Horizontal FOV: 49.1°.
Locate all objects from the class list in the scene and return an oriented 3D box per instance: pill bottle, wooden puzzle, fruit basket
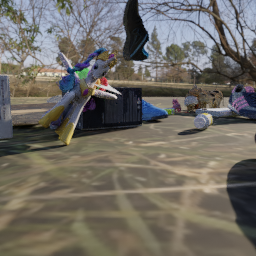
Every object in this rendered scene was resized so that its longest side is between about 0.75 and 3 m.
[{"bbox_3d":[2.184,-0.192,8.178,0.444,0.444,0.793,4,8,28],"label":"pill bottle"},{"bbox_3d":[-3.583,-0.416,9.573,2.624,0.528,2.837,-3,13,6],"label":"wooden puzzle"},{"bbox_3d":[-0.909,-1.183,7.478,1.238,0.580,1.147,22,12,-30],"label":"fruit basket"}]

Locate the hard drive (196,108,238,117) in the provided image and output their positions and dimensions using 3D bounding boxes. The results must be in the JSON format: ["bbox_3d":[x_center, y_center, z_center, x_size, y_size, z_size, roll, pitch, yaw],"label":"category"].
[{"bbox_3d":[4.302,-0.722,12.765,2.034,0.271,1.341,-4,9,-34],"label":"hard drive"}]

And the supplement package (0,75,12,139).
[{"bbox_3d":[-4.072,-0.407,5.895,1.522,1.466,2.676,7,11,43],"label":"supplement package"}]

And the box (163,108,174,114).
[{"bbox_3d":[1.962,-0.822,13.657,0.589,0.230,0.966,1,8,10],"label":"box"}]

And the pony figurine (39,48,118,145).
[{"bbox_3d":[-1.118,-0.824,6.557,1.847,2.218,2.141,36,-5,-19],"label":"pony figurine"}]

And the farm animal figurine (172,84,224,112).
[{"bbox_3d":[3.798,-1.643,15.155,2.326,1.449,2.881,5,9,32],"label":"farm animal figurine"}]

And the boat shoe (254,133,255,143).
[{"bbox_3d":[2.457,0.207,3.827,0.724,0.874,2.434,-4,3,8],"label":"boat shoe"}]

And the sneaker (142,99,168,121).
[{"bbox_3d":[0.410,-0.809,10.866,2.525,0.990,0.832,8,9,39],"label":"sneaker"}]

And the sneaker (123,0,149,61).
[{"bbox_3d":[0.359,-3.707,10.558,1.005,2.455,0.899,8,40,11],"label":"sneaker"}]

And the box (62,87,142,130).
[{"bbox_3d":[-0.886,-0.688,8.974,1.993,1.256,2.027,-6,10,-28],"label":"box"}]

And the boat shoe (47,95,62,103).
[{"bbox_3d":[-2.657,-1.133,13.336,2.497,0.935,0.772,-19,-23,-32],"label":"boat shoe"}]

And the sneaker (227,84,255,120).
[{"bbox_3d":[4.898,-1.077,11.344,0.979,1.145,2.791,4,17,-10],"label":"sneaker"}]
